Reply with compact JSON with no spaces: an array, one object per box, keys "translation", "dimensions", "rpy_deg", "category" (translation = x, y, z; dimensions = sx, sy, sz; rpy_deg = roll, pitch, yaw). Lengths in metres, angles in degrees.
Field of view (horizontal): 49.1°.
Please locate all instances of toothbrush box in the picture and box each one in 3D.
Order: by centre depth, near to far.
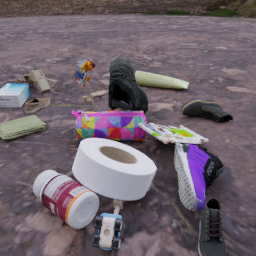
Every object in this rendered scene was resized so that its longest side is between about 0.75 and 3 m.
[{"translation":[-5.504,-1.578,13.420],"dimensions":[1.129,0.658,1.542],"rpy_deg":[-1,28,-1],"category":"toothbrush box"}]

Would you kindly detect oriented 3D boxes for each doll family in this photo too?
[{"translation":[-1.667,-2.080,10.543],"dimensions":[0.722,1.163,0.524],"rpy_deg":[26,11,27],"category":"doll family"}]

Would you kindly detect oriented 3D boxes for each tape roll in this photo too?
[{"translation":[-0.362,1.046,7.598],"dimensions":[2.177,0.761,2.177],"rpy_deg":[18,13,-4],"category":"tape roll"}]

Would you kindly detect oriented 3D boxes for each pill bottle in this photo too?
[{"translation":[-1.584,1.712,6.979],"dimensions":[1.616,0.923,0.923],"rpy_deg":[22,35,35],"category":"pill bottle"}]

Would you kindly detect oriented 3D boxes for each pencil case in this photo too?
[{"translation":[-0.647,-0.104,10.173],"dimensions":[2.675,1.182,1.182],"rpy_deg":[0,28,-3],"category":"pencil case"}]

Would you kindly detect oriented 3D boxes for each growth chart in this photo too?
[{"translation":[1.572,0.176,9.804],"dimensions":[2.521,0.224,1.824],"rpy_deg":[3,19,-39],"category":"growth chart"}]

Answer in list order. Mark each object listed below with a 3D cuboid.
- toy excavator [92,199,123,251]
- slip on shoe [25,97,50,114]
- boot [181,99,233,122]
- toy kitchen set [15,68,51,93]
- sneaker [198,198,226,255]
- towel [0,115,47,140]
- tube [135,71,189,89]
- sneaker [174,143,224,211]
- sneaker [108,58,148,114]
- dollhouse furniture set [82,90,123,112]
[{"translation":[-0.376,2.198,6.498],"dimensions":[0.582,1.165,1.132],"rpy_deg":[5,73,7],"category":"toy excavator"},{"translation":[-4.140,-1.161,12.841],"dimensions":[0.590,0.470,1.552],"rpy_deg":[13,31,23],"category":"slip on shoe"},{"translation":[3.304,-0.637,11.689],"dimensions":[1.882,0.729,1.302],"rpy_deg":[-11,35,-18],"category":"boot"},{"translation":[-5.097,-2.213,14.797],"dimensions":[1.132,1.252,1.387],"rpy_deg":[-27,-2,-45],"category":"toy kitchen set"},{"translation":[1.832,2.256,6.110],"dimensions":[0.551,0.783,1.474],"rpy_deg":[3,28,5],"category":"sneaker"},{"translation":[-4.170,-0.023,10.891],"dimensions":[1.713,0.313,1.271],"rpy_deg":[-20,34,-32],"category":"towel"},{"translation":[1.806,-2.523,15.254],"dimensions":[2.921,0.758,0.847],"rpy_deg":[10,68,12],"category":"tube"},{"translation":[2.081,1.221,7.889],"dimensions":[1.334,0.933,2.683],"rpy_deg":[2,28,2],"category":"sneaker"},{"translation":[0.000,-0.965,9.972],"dimensions":[1.072,2.804,1.606],"rpy_deg":[-1,60,17],"category":"sneaker"},{"translation":[-1.089,-0.889,11.743],"dimensions":[2.030,1.052,0.899],"rpy_deg":[-20,32,-33],"category":"dollhouse furniture set"}]
